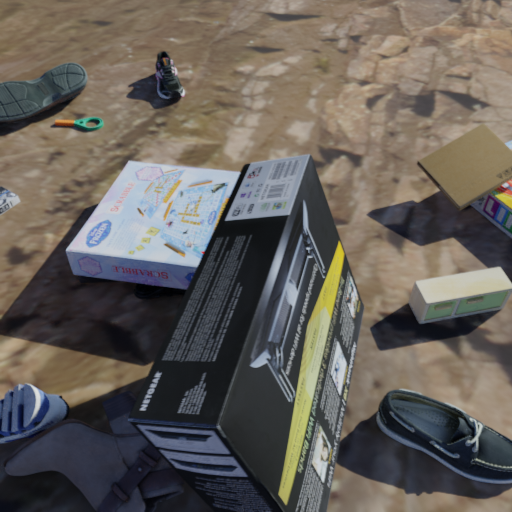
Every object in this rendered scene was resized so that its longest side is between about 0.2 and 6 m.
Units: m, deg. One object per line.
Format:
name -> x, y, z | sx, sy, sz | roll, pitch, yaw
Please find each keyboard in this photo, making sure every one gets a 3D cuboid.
keyboard -> -1.673, -0.002, 10.861 | 3.411, 0.438, 2.048 | -3, 47, -1

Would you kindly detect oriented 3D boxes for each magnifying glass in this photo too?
magnifying glass -> -4.465, -3.347, 14.140 | 1.204, 0.135, 0.479 | 1, 48, 2

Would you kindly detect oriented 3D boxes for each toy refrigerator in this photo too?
toy refrigerator -> 3.661, 0.728, 10.035 | 1.654, 0.628, 0.579 | -8, 48, -8

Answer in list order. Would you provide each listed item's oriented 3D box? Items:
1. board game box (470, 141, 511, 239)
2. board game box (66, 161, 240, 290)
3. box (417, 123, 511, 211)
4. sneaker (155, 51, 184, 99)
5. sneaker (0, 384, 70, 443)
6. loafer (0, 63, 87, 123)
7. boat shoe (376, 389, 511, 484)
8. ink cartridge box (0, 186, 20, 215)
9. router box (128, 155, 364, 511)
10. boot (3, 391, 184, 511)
board game box -> 6.263, -1.036, 11.636 | 2.519, 0.641, 3.747 | -23, 51, -20
board game box -> -1.538, -0.664, 10.832 | 3.070, 0.633, 3.078 | 8, 41, 10
box -> 4.490, -1.886, 11.689 | 1.719, 0.183, 1.405 | -30, 63, -5
sneaker -> -2.444, -4.918, 15.160 | 0.704, 0.757, 1.753 | -17, 50, -14
sneaker -> -3.516, 2.474, 8.334 | 1.954, 1.128, 0.789 | -18, 60, 25
loafer -> -5.706, -4.012, 14.417 | 2.916, 0.917, 1.048 | -28, 85, -19
boat shoe -> 2.890, 2.634, 8.240 | 2.225, 0.671, 0.841 | 15, 49, 13
ink cartridge box -> -5.683, -1.022, 11.935 | 0.564, 0.222, 1.134 | 27, 54, 22
router box -> 0.311, 1.238, 7.620 | 1.108, 3.337, 4.244 | -4, 43, 26
boot -> -2.208, 3.064, 7.823 | 2.326, 0.817, 1.700 | -30, 66, -4
